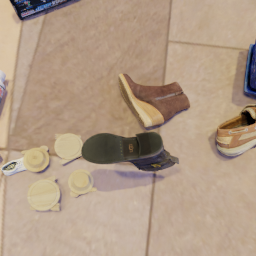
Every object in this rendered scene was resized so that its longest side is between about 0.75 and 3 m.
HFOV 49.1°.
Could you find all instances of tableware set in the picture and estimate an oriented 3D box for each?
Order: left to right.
[{"bbox_3d":[-1.998,1.196,7.936,1.848,0.257,2.212,-14,67,-17],"label":"tableware set"}]

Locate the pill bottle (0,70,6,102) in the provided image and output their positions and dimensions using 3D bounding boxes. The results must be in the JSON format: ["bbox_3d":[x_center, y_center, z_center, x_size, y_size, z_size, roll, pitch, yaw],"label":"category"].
[{"bbox_3d":[-4.269,-1.066,8.512,0.845,0.845,1.459,8,72,3],"label":"pill bottle"}]

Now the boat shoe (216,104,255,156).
[{"bbox_3d":[3.681,-0.190,7.979,2.656,1.006,0.953,-29,116,-10],"label":"boat shoe"}]

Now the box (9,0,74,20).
[{"bbox_3d":[-2.790,-4.811,9.152,2.520,2.003,0.580,-25,74,-8],"label":"box"}]

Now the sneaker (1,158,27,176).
[{"bbox_3d":[-3.080,1.045,8.040,1.105,0.391,0.403,-28,74,-9],"label":"sneaker"}]

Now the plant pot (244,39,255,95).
[{"bbox_3d":[4.638,-1.934,8.244,2.113,1.900,2.113,13,73,4],"label":"plant pot"}]

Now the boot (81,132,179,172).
[{"bbox_3d":[0.108,0.664,6.163,1.897,1.651,0.657,-4,68,15],"label":"boot"}]

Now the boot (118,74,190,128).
[{"bbox_3d":[0.778,-1.084,8.685,1.661,0.722,1.996,-27,76,-16],"label":"boot"}]
